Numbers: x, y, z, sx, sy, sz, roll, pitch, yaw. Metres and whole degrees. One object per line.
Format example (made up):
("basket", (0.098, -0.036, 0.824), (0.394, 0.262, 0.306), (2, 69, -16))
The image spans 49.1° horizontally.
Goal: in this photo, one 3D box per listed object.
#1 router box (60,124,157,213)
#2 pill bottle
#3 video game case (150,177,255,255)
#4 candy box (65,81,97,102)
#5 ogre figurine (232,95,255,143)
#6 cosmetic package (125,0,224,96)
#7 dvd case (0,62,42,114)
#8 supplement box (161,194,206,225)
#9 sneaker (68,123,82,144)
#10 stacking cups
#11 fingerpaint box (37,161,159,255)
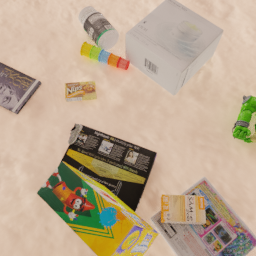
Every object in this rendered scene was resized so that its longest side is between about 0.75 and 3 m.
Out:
("router box", (-0.782, 1.454, 9.566), (2.959, 0.773, 2.327), (20, 68, 9))
("pill bottle", (-1.288, -4.292, 11.991), (1.037, 1.037, 1.834), (-32, 69, -13))
("video game case", (2.444, 3.292, 9.015), (2.392, 0.311, 2.628), (-33, 69, -14))
("candy box", (-1.872, -1.457, 11.109), (1.212, 0.335, 0.700), (-6, 66, -3))
("ogre figurine", (5.145, -0.320, 10.074), (2.790, 1.369, 1.672), (0, 78, 13))
("cosmetic package", (1.767, -3.314, 11.219), (2.702, 1.667, 2.711), (39, 70, 15))
("dvd case", (-4.873, -1.669, 11.293), (2.224, 0.178, 1.654), (26, 68, 11))
("supplement box", (1.732, 2.584, 8.892), (1.339, 0.492, 0.844), (1, 65, 2))
("sneaker", (-1.864, 0.178, 9.465), (0.288, 0.316, 0.770), (24, 86, 49))
("stacking cups", (-0.921, -2.999, 11.663), (2.079, 0.629, 0.629), (20, 67, 7))
("fingerpaint box", (-0.615, 2.231, 7.088), (2.298, 2.754, 1.010), (34, 80, 26))
